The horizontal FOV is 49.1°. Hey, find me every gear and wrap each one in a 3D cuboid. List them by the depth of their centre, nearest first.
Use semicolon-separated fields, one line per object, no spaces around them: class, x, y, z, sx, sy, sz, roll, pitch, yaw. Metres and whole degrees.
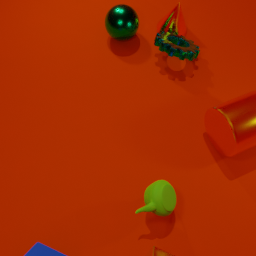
gear;1.597;-2.691;9.139;1.492;0.276;1.492;12;38;-10

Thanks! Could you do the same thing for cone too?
cone;1.630;-3.831;9.621;1.117;1.121;1.117;2;63;-4

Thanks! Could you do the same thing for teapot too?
teapot;0.684;1.664;6.550;1.329;0.651;0.827;-24;96;-51

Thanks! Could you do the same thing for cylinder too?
cylinder;3.013;-0.116;7.469;1.399;1.399;1.399;-21;63;-11

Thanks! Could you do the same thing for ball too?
ball;-0.203;-3.561;9.486;1.177;1.177;1.177;0;61;0

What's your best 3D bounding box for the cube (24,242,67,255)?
cube;-1.765;3.138;5.644;1.001;1.001;1.001;24;92;4

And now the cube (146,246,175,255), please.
cube;0.670;3.142;5.587;0.903;0.903;0.903;26;27;-4
